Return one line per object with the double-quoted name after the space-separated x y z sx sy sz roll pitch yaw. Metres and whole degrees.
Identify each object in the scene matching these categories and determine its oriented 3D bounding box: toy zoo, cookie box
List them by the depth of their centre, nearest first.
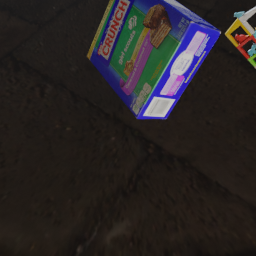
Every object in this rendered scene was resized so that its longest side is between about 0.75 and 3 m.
0.283 -1.487 5.098 0.790 1.798 2.102 1 40 -40 "cookie box"
3.123 -2.296 6.940 1.458 0.956 0.149 43 41 -8 "toy zoo"
